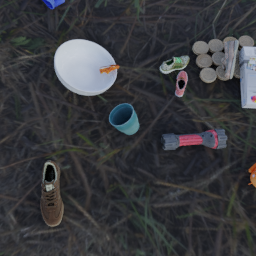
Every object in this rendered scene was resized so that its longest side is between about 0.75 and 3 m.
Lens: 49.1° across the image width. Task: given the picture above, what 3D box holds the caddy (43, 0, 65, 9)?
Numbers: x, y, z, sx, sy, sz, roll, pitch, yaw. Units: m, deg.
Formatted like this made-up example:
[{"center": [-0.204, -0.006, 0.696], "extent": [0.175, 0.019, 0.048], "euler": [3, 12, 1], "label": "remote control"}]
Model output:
[{"center": [-3.921, -6.682, 13.469], "extent": [1.031, 1.389, 1.964], "euler": [-34, 75, -21], "label": "caddy"}]

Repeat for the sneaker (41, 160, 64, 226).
[{"center": [-2.811, 2.281, 9.952], "extent": [0.812, 0.871, 2.305], "euler": [-9, 67, -4], "label": "sneaker"}]

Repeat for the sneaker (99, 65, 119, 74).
[{"center": [-0.771, -2.485, 11.880], "extent": [0.919, 0.355, 0.335], "euler": [-6, 21, 26], "label": "sneaker"}]

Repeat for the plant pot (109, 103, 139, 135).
[{"center": [-0.053, -0.246, 10.717], "extent": [1.017, 0.956, 1.017], "euler": [-16, 51, 20], "label": "plant pot"}]

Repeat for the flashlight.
[{"center": [2.519, 0.491, 10.743], "extent": [2.366, 0.801, 0.804], "euler": [-4, 58, -4], "label": "flashlight"}]

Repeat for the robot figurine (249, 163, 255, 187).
[{"center": [5.081, 1.695, 10.228], "extent": [1.423, 0.830, 1.024], "euler": [-41, 78, -15], "label": "robot figurine"}]

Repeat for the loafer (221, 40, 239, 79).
[{"center": [4.314, -2.953, 12.078], "extent": [0.648, 0.741, 2.061], "euler": [9, 61, 21], "label": "loafer"}]

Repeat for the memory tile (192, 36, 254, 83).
[{"center": [4.450, -3.121, 12.574], "extent": [2.883, 0.242, 2.210], "euler": [-8, 68, -4], "label": "memory tile"}]

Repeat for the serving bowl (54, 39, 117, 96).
[{"center": [-1.825, -2.412, 11.752], "extent": [2.619, 0.861, 2.619], "euler": [10, 62, -20], "label": "serving bowl"}]

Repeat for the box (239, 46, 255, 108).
[{"center": [5.834, -2.118, 11.808], "extent": [2.041, 0.539, 2.618], "euler": [2, 74, 0], "label": "box"}]

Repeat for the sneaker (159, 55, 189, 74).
[{"center": [2.088, -2.873, 12.258], "extent": [1.461, 0.647, 0.562], "euler": [-26, 70, -11], "label": "sneaker"}]

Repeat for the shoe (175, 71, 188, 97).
[{"center": [2.305, -1.993, 11.919], "extent": [0.460, 0.586, 1.288], "euler": [13, 68, 5], "label": "shoe"}]
